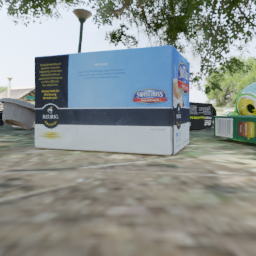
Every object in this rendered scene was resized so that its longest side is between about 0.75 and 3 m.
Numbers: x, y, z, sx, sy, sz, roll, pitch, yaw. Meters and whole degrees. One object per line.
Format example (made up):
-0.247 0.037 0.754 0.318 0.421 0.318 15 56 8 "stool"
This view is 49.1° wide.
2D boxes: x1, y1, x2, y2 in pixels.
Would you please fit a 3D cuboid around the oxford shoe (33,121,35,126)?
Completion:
-1.932 -0.138 6.985 0.508 0.478 1.358 26 2 -1 "oxford shoe"

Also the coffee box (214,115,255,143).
2.631 0.034 4.829 1.383 0.495 2.249 1 2 -14 "coffee box"

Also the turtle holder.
5.636 -1.098 12.292 2.599 1.975 1.846 1 4 10 "turtle holder"

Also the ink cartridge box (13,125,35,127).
-3.744 -0.263 10.739 0.788 0.475 1.085 2 5 25 "ink cartridge box"

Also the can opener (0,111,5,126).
-5.733 -0.312 11.379 0.548 0.680 1.729 12 18 33 "can opener"

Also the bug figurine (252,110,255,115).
3.795 -0.083 6.889 1.638 0.543 2.112 11 5 40 "bug figurine"

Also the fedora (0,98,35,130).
-3.505 -0.404 9.152 1.519 0.776 1.718 15 -9 -13 "fedora"

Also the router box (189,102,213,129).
1.245 -0.416 9.452 2.188 0.907 2.920 3 4 40 "router box"

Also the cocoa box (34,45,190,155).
-0.186 -0.407 4.465 2.168 1.422 1.446 1 3 21 "cocoa box"

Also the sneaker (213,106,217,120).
2.811 -0.547 13.578 2.751 0.962 1.238 -1 -13 -11 "sneaker"
